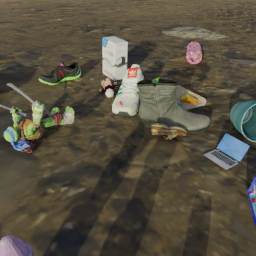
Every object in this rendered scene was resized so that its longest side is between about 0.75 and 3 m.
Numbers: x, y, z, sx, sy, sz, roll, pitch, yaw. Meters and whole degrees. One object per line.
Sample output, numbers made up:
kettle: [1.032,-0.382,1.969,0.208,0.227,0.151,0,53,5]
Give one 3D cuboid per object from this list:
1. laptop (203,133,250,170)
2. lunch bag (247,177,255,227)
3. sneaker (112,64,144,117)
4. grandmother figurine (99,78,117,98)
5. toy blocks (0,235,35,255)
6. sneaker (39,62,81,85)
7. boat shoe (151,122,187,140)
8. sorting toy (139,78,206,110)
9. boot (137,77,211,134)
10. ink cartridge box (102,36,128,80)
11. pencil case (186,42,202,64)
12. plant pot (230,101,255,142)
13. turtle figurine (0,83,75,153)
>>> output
laptop: [2.572,0.603,7.350,0.826,0.479,0.774,-17,35,-31]
lunch bag: [3.031,1.686,5.618,0.937,0.585,1.244,8,42,7]
sneaker: [0.032,-1.424,9.912,0.939,1.247,2.667,7,32,10]
grandmother figurine: [-0.764,-1.577,11.046,0.733,0.366,1.209,-33,34,13]
toy blocks: [-0.808,2.473,2.503,2.822,2.375,2.637,12,33,19]
sneaker: [-2.907,-2.361,11.850,1.945,0.815,0.747,-27,41,-36]
boat shoe: [1.160,0.130,8.108,1.134,0.419,0.429,11,-5,-19]
sorting toy: [1.392,-1.292,10.530,1.892,0.377,2.560,-19,37,-27]
boot: [1.387,-0.704,8.470,2.342,1.530,0.793,6,32,10]
ink cartridge box: [-0.583,-3.047,12.217,0.672,1.606,1.165,-16,35,-28]
pencil case: [3.412,-3.901,14.463,0.735,0.768,1.775,-24,22,25]
plant pot: [3.633,-0.302,8.328,1.164,1.164,1.094,-4,17,-7]
turtle figurine: [-2.652,-0.501,7.942,2.012,1.493,2.075,-16,70,-53]
